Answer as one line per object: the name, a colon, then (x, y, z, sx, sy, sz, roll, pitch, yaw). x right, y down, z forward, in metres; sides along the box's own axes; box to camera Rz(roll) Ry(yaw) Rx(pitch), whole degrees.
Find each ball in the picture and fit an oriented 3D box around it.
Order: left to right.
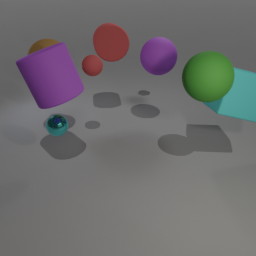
ball: (-2.639, -2.255, 9.363, 1.400, 1.400, 1.400, 0, 29, 0)
ball: (-2.247, -0.076, 8.902, 0.700, 0.700, 0.700, 0, 29, 0)
ball: (-1.181, -2.070, 9.293, 0.700, 0.700, 0.700, 0, 29, 0)
ball: (1.156, -2.703, 10.584, 1.400, 1.400, 1.400, 0, 29, 0)
ball: (2.207, -1.414, 7.766, 1.400, 1.400, 1.400, 0, 29, 0)

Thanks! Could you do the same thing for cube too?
cube: (3.459, -1.153, 8.970, 1.400, 1.400, 1.400, 11, 18, -10)

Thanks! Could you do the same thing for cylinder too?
cylinder: (-2.116, -1.448, 7.743, 1.400, 1.400, 1.400, -18, 23, 8)
cylinder: (-0.726, -3.539, 11.491, 1.400, 1.400, 1.400, -4, 24, -7)
